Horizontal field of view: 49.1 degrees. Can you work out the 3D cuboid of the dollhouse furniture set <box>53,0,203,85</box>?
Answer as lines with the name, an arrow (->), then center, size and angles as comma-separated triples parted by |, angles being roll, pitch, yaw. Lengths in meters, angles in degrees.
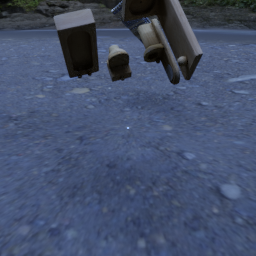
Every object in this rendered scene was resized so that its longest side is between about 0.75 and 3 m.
dollhouse furniture set -> -0.095, -1.103, 4.628 | 1.793, 1.705, 1.461 | -16, 70, -9

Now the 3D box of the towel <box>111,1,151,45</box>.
towel -> 0.322, -3.864, 10.420 | 0.235, 1.977, 1.452 | -54, 23, -12
